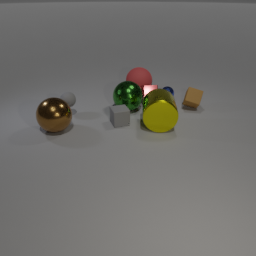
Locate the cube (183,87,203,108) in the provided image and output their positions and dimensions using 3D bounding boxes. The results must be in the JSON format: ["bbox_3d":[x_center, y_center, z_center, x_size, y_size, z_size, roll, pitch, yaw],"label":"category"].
[{"bbox_3d":[3.036,-1.413,13.131,0.700,0.700,0.700,18,-10,4],"label":"cube"}]

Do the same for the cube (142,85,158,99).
[{"bbox_3d":[1.081,-1.654,13.723,0.700,0.700,0.700,-1,-13,-2],"label":"cube"}]

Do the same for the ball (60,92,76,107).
[{"bbox_3d":[-2.639,-1.245,12.295,0.700,0.700,0.700,0,28,0],"label":"ball"}]

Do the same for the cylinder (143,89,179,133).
[{"bbox_3d":[1.298,-0.734,11.490,1.400,1.400,1.400,1,28,2],"label":"cylinder"}]

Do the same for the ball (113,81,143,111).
[{"bbox_3d":[-0.004,-1.472,12.927,1.400,1.400,1.400,0,28,0],"label":"ball"}]

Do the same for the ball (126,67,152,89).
[{"bbox_3d":[0.586,-2.515,14.875,1.400,1.400,1.400,0,28,0],"label":"ball"}]

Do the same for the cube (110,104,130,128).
[{"bbox_3d":[-0.347,-0.512,11.841,0.700,0.700,0.700,-9,29,-16],"label":"cube"}]

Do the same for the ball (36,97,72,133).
[{"bbox_3d":[-2.916,-0.513,11.083,1.400,1.400,1.400,0,28,0],"label":"ball"}]

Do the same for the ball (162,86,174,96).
[{"bbox_3d":[1.997,-1.766,14.234,0.700,0.700,0.700,0,28,0],"label":"ball"}]
